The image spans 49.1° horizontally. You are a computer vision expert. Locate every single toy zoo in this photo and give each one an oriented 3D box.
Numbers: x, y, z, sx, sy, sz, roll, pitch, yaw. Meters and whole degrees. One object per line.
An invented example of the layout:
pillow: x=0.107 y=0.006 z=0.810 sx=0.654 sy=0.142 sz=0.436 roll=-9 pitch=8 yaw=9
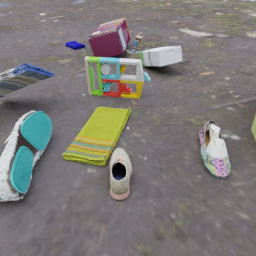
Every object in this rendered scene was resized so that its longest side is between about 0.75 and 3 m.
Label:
toy zoo: x=-0.322 y=-1.658 z=9.365 sx=2.144 sy=1.406 sz=0.219 roll=6 pitch=41 yaw=8

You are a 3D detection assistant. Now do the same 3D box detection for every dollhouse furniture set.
dollhouse furniture set: x=0.241 y=-3.746 z=12.952 sx=0.658 sy=0.934 sz=0.654 roll=-20 pitch=38 yaw=-27

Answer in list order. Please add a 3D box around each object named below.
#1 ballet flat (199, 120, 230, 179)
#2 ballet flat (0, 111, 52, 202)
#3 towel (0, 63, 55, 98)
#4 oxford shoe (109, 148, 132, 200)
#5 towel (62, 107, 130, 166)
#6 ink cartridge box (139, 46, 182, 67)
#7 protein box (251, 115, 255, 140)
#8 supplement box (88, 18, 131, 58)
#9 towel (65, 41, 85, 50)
ballet flat: x=2.135 y=0.401 z=6.928 sx=0.637 sy=0.655 sz=1.842 roll=7 pitch=34 yaw=1
ballet flat: x=-2.593 y=0.545 z=6.544 sx=1.021 sy=1.021 sz=2.845 roll=0 pitch=33 yaw=1
towel: x=-3.507 y=-1.364 z=8.463 sx=2.157 sy=0.257 sz=1.584 roll=-17 pitch=-3 yaw=13
oxford shoe: x=-0.153 y=0.870 z=6.306 sx=0.539 sy=0.562 sz=1.523 roll=-2 pitch=34 yaw=-4
towel: x=-0.772 y=0.082 z=7.805 sx=1.129 sy=0.237 sz=2.622 roll=9 pitch=34 yaw=11
ink cartridge box: x=1.332 y=-2.939 z=11.488 sx=1.120 sy=0.647 sz=1.534 roll=-17 pitch=20 yaw=-20
protein box: x=3.960 y=-0.143 z=6.803 sx=1.156 sy=1.701 sz=1.714 roll=5 pitch=34 yaw=7
supplement box: x=-0.802 y=-4.265 z=13.323 sx=1.402 sy=1.088 sz=2.540 roll=-10 pitch=31 yaw=15
towel: x=-2.722 y=-4.288 z=14.412 sx=0.681 sy=0.228 sz=0.922 roll=-28 pitch=43 yaw=-34
